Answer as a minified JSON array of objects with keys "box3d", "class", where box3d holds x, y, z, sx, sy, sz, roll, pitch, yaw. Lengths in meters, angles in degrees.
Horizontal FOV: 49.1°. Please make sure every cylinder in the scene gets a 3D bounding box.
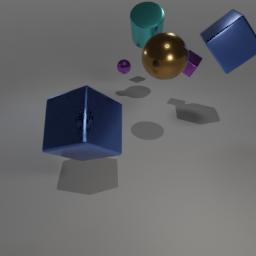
[{"box3d":[0.820,-4.356,11.976,1.400,1.400,1.400,-1,69,4],"class":"cylinder"}]

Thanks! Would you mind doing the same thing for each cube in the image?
[{"box3d":[-1.097,-0.034,7.005,1.400,1.400,1.400,-12,-21,33],"class":"cube"},{"box3d":[3.542,-3.012,9.736,1.400,1.400,1.400,-34,22,22],"class":"cube"},{"box3d":[2.647,-2.776,12.062,0.700,0.700,0.700,34,58,1],"class":"cube"}]

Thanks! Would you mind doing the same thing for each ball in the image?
[{"box3d":[-0.196,-2.993,13.654,0.700,0.700,0.700,0,30,0],"class":"ball"},{"box3d":[1.108,-2.156,8.440,1.400,1.400,1.400,0,30,0],"class":"ball"}]
